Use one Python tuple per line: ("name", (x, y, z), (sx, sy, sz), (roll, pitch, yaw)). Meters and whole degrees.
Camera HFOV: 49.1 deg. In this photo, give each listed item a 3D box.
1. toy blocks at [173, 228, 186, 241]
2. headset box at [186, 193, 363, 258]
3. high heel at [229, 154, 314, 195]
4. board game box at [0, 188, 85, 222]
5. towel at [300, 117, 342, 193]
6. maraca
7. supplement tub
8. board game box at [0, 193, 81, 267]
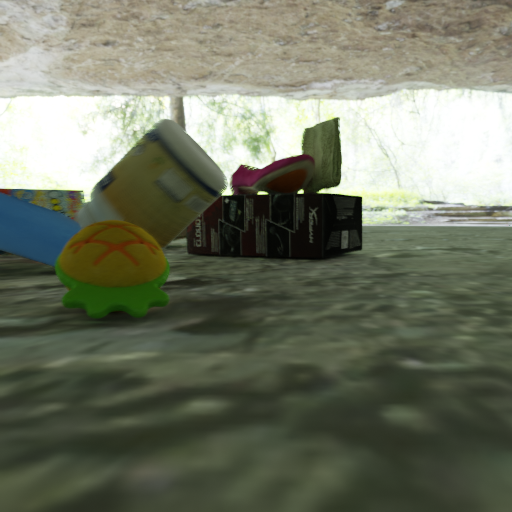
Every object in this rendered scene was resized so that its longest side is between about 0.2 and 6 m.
("toy blocks", (-1.991, -0.696, 13.207), (1.684, 1.231, 2.463), (-11, 2, 28))
("headset box", (0.260, -0.571, 10.182), (2.859, 1.104, 2.128), (3, 5, 28))
("high heel", (0.284, -1.760, 11.277), (0.919, 1.309, 2.730), (14, -23, -23))
("board game box", (-4.127, -0.655, 10.488), (1.737, 0.911, 0.895), (-2, -32, -27))
("towel", (1.222, -1.898, 10.724), (0.256, 1.401, 1.040), (8, -12, -36))
("maraca", (-1.013, 0.124, 3.998), (0.811, 0.633, 1.183), (-2, 25, -15))
("supplement tub", (-1.348, -0.786, 7.274), (1.715, 1.239, 1.239), (-42, -2, 8))
("board game box", (-3.775, -0.309, 7.429), (3.604, 0.702, 2.847), (20, 9, -23))
